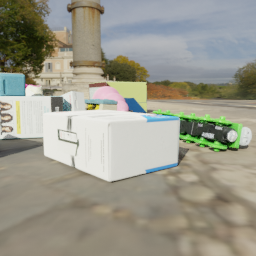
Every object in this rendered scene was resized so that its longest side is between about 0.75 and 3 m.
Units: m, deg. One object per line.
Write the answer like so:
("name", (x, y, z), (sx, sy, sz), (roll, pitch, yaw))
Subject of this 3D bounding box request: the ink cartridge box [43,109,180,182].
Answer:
("ink cartridge box", (-0.274, 0.126, 3.668), (1.122, 0.648, 1.537), (-6, 9, -40))

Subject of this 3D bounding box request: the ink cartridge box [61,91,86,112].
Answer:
("ink cartridge box", (-1.362, -0.448, 6.439), (0.834, 0.608, 0.345), (-11, -8, 42))

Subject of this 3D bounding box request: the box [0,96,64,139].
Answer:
("box", (-2.384, -0.227, 5.734), (2.091, 0.860, 0.514), (-2, 7, -16))

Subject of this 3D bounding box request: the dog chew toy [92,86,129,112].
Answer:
("dog chew toy", (-0.564, -0.820, 9.987), (1.069, 1.069, 1.717), (-4, 28, -33))

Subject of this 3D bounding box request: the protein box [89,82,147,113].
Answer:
("protein box", (-0.523, -1.437, 13.314), (2.100, 1.427, 2.115), (-4, 8, -29))

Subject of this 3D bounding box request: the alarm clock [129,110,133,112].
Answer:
("alarm clock", (-0.032, -0.600, 11.371), (0.580, 0.286, 0.861), (4, 5, 31))

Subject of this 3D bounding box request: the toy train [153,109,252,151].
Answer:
("toy train", (1.252, 0.001, 5.409), (0.753, 0.557, 2.669), (8, 4, -22))

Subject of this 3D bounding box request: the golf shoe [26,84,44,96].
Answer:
("golf shoe", (-3.398, -0.775, 8.878), (2.697, 1.234, 1.016), (4, 8, 39))

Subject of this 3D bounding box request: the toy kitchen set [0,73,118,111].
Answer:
("toy kitchen set", (-1.741, -0.629, 6.824), (2.369, 1.396, 1.898), (-6, 9, -38))
